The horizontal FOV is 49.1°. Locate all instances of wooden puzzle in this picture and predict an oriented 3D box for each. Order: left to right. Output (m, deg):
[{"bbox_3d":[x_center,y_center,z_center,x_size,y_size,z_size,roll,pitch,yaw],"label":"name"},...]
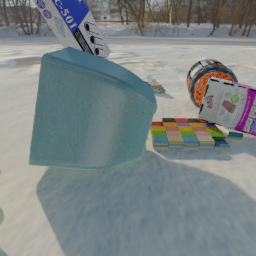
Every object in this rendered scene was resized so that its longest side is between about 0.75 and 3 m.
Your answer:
[{"bbox_3d":[1.446,0.102,7.220,2.974,0.209,1.764,0,20,1],"label":"wooden puzzle"}]

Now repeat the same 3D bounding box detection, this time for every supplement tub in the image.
[{"bbox_3d":[2.828,-1.463,9.566,1.564,1.564,2.553,3,21,8],"label":"supplement tub"}]

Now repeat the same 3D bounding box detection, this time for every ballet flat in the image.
[{"bbox_3d":[0.958,-1.887,12.253,1.601,0.538,0.545,16,25,36],"label":"ballet flat"}]

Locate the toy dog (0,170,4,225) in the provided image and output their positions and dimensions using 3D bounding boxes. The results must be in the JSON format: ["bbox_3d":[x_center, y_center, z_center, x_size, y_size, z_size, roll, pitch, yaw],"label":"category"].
[{"bbox_3d":[-2.630,0.906,4.025,1.604,1.154,1.654,-42,32,-7],"label":"toy dog"}]

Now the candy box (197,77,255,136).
[{"bbox_3d":[2.811,-0.573,7.314,1.696,1.156,0.517,18,22,17],"label":"candy box"}]

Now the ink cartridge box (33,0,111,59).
[{"bbox_3d":[-1.503,-2.903,8.172,0.598,2.705,1.271,-3,48,29],"label":"ink cartridge box"}]

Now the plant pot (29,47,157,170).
[{"bbox_3d":[-0.579,-0.366,5.959,2.172,2.127,2.133,12,20,-3],"label":"plant pot"}]
